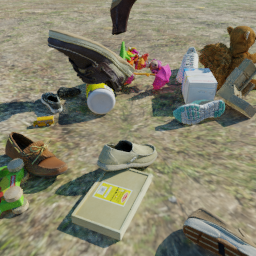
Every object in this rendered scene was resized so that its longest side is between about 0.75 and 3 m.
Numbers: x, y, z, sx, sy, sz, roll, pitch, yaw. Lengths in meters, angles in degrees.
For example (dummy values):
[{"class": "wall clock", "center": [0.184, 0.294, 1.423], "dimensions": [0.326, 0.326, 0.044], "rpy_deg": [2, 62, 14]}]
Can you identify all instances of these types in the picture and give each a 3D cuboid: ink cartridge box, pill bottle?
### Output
[{"class": "ink cartridge box", "center": [3.086, -1.806, 12.366], "dimensions": [1.182, 1.162, 1.606], "rpy_deg": [1, 33, 2]}, {"class": "pill bottle", "center": [-1.223, -1.547, 12.009], "dimensions": [1.136, 1.136, 2.079], "rpy_deg": [-5, 33, -8]}]

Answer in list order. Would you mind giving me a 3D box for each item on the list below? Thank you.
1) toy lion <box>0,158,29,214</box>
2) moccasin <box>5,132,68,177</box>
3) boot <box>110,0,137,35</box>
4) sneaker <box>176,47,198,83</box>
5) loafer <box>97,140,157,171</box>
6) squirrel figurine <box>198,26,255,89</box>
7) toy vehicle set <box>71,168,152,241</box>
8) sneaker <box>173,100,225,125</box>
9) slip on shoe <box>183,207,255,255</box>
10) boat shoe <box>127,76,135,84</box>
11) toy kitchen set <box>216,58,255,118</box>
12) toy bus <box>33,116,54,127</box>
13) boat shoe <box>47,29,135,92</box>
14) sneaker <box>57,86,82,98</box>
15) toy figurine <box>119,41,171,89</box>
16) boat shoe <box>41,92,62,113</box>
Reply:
[{"class": "toy lion", "center": [-3.663, 1.800, 7.517], "dimensions": [1.815, 0.650, 1.893], "rpy_deg": [-15, 35, -8]}, {"class": "moccasin", "center": [-2.824, 0.756, 8.612], "dimensions": [2.470, 0.954, 0.904], "rpy_deg": [24, 24, 34]}, {"class": "boot", "center": [-0.029, -4.893, 11.874], "dimensions": [0.695, 1.597, 1.920], "rpy_deg": [-1, 1, -43]}, {"class": "sneaker", "center": [3.149, -3.236, 14.572], "dimensions": [1.105, 1.165, 2.893], "rpy_deg": [8, 36, 8]}, {"class": "loafer", "center": [0.083, 0.748, 8.531], "dimensions": [2.215, 0.756, 0.838], "rpy_deg": [-9, 26, -41]}, {"class": "squirrel figurine", "center": [4.889, -3.361, 13.293], "dimensions": [2.932, 2.736, 2.075], "rpy_deg": [-10, 35, -15]}, {"class": "toy vehicle set", "center": [-0.362, 1.864, 7.586], "dimensions": [1.357, 0.289, 2.184], "rpy_deg": [14, 36, 20]}, {"class": "sneaker", "center": [2.716, -0.711, 11.235], "dimensions": [2.205, 0.856, 1.006], "rpy_deg": [-8, 19, -19]}, {"class": "slip on shoe", "center": [2.384, 2.534, 6.075], "dimensions": [2.405, 0.914, 0.728], "rpy_deg": [19, 45, 38]}, {"class": "boat shoe", "center": [-0.362, -2.751, 14.355], "dimensions": [0.610, 0.611, 1.735], "rpy_deg": [-26, 49, -31]}, {"class": "toy kitchen set", "center": [5.183, -1.523, 11.753], "dimensions": [1.540, 1.887, 1.703], "rpy_deg": [29, 14, -39]}, {"class": "toy bus", "center": [-3.258, -0.257, 10.802], "dimensions": [0.772, 0.302, 0.251], "rpy_deg": [-6, 34, -10]}, {"class": "boat shoe", "center": [-0.831, -1.535, 6.953], "dimensions": [1.075, 0.968, 2.989], "rpy_deg": [26, 8, 26]}, {"class": "sneaker", "center": [-2.718, -1.592, 12.730], "dimensions": [1.165, 0.446, 0.668], "rpy_deg": [7, 36, 16]}, {"class": "toy figurine", "center": [0.792, -2.824, 13.378], "dimensions": [2.506, 2.044, 2.723], "rpy_deg": [9, 52, -8]}, {"class": "boat shoe", "center": [-3.290, -1.248, 12.076], "dimensions": [0.616, 0.554, 1.741], "rpy_deg": [-21, 39, -28]}]
